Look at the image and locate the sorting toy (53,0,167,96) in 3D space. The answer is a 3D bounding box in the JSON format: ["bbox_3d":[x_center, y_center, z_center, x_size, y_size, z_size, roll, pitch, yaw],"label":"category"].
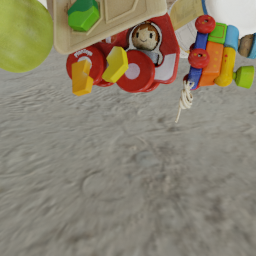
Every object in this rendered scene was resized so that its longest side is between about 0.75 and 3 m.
[{"bbox_3d":[-0.387,-1.864,4.356,1.910,2.563,0.343,-13,-20,22],"label":"sorting toy"}]

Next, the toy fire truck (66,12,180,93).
[{"bbox_3d":[-0.120,-1.886,6.071,2.512,2.109,1.408,10,10,14],"label":"toy fire truck"}]

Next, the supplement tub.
[{"bbox_3d":[2.425,-3.311,8.469,2.018,2.018,2.790,-12,3,-23],"label":"supplement tub"}]

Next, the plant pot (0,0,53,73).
[{"bbox_3d":[-2.945,-2.328,6.094,1.950,1.950,2.084,4,3,9],"label":"plant pot"}]

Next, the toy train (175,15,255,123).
[{"bbox_3d":[1.339,-0.757,4.083,1.021,0.747,1.764,11,69,9],"label":"toy train"}]
